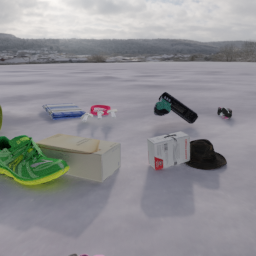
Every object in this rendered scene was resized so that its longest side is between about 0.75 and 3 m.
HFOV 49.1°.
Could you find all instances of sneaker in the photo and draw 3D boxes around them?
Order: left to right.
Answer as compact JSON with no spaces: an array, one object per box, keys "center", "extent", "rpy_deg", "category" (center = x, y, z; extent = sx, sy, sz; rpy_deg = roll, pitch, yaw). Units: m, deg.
[{"center":[-2.499,0.713,6.762],"extent":[2.395,1.001,0.887],"rpy_deg":[9,18,27],"category":"sneaker"},{"center":[1.260,-0.652,10.848],"extent":[0.629,0.740,1.691],"rpy_deg":[36,28,4],"category":"sneaker"},{"center":[4.435,-0.715,12.505],"extent":[0.528,0.491,1.222],"rpy_deg":[1,18,-1],"category":"sneaker"}]

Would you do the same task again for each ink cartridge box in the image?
[{"center":[1.088,0.587,7.453],"extent":[1.049,0.757,0.439],"rpy_deg":[-12,20,-18],"category":"ink cartridge box"}]

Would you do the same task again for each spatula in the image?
[{"center":[-1.159,-0.473,11.125],"extent":[1.546,0.179,2.223],"rpy_deg":[-6,12,-4],"category":"spatula"}]

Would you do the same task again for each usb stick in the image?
[{"center":[2.040,-0.850,11.529],"extent":[1.883,0.522,0.307],"rpy_deg":[41,-4,30],"category":"usb stick"}]

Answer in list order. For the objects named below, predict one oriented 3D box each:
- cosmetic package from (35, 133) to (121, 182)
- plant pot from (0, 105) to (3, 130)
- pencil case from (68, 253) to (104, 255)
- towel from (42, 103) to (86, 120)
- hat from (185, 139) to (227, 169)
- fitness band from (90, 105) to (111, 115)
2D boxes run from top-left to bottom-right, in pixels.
[{"center":[-1.294,0.713,7.266],"extent":[2.004,0.732,1.037],"rpy_deg":[6,16,22],"category":"cosmetic package"},{"center":[-5.342,-0.381,9.766],"extent":[1.615,1.678,1.678],"rpy_deg":[1,12,-39],"category":"plant pot"},{"center":[-1.324,1.882,2.911],"extent":[2.244,0.981,0.981],"rpy_deg":[-4,17,-5],"category":"pencil case"},{"center":[-3.013,-0.810,13.221],"extent":[1.627,0.264,2.216],"rpy_deg":[-6,19,-27],"category":"towel"},{"center":[2.082,0.621,7.866],"extent":[1.427,0.575,1.427],"rpy_deg":[1,16,0],"category":"hat"},{"center":[-1.316,-0.871,13.483],"extent":[0.967,0.252,1.346],"rpy_deg":[2,17,-2],"category":"fitness band"}]
